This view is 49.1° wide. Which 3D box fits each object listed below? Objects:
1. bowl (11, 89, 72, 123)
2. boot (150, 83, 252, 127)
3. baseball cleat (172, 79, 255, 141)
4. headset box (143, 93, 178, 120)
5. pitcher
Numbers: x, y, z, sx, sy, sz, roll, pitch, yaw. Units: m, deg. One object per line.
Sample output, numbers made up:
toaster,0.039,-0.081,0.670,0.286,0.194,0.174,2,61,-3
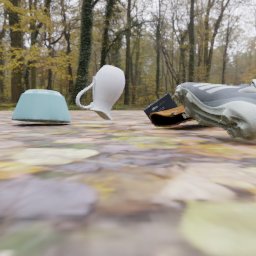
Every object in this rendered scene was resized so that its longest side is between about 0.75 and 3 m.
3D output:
bowl,-2.807,-0.696,9.260,1.895,0.991,1.895,2,-3,0
boot,2.421,-0.673,7.770,2.733,0.994,2.903,-3,5,35
baseball cleat,1.899,-0.510,5.322,1.313,0.860,2.467,-31,30,-7
headset box,1.170,-0.736,10.100,1.099,0.586,1.263,-35,2,7
pitcher,-0.760,-1.071,7.941,1.238,1.443,0.875,22,-7,-36
